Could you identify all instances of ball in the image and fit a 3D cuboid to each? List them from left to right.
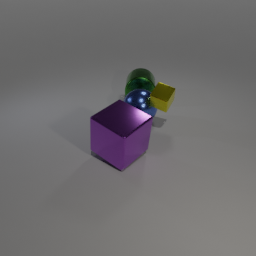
[{"bbox_3d":[0.488,-0.871,11.225,1.400,1.400,1.400,0,29,0],"label":"ball"}]

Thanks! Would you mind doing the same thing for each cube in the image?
[{"bbox_3d":[-0.231,0.189,8.912,1.400,1.400,1.400,30,45,27],"label":"cube"},{"bbox_3d":[1.269,-1.134,10.326,0.700,0.700,0.700,25,64,17],"label":"cube"}]

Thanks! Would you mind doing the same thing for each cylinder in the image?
[{"bbox_3d":[0.587,-1.933,13.129,1.400,1.400,1.400,2,29,3],"label":"cylinder"}]
